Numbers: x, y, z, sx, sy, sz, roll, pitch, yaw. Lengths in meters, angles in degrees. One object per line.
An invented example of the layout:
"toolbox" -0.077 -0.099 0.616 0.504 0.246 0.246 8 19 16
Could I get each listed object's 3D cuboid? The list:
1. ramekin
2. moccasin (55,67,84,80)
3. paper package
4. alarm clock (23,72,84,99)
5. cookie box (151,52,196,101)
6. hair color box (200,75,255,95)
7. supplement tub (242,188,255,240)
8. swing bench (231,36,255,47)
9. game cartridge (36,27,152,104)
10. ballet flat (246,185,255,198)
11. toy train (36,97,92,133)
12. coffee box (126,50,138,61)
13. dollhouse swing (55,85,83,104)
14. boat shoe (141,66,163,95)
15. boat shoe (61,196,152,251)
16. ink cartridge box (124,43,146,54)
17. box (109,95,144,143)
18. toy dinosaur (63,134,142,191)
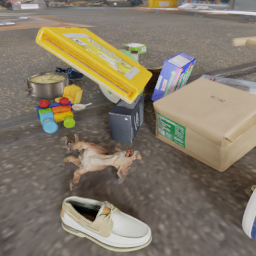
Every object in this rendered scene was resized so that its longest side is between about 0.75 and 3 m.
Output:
"ramekin" -0.347 -1.803 10.183 0.907 1.857 1.857 -30 39 -29
"moccasin" -2.735 -2.515 12.839 1.439 0.491 0.579 8 29 14
"paper package" 2.237 -0.220 7.586 2.252 1.222 2.363 -28 39 -30
"alarm clock" -2.896 -1.717 11.079 2.312 0.770 1.559 -12 30 -17
"cookie box" 1.691 -1.805 10.263 0.680 1.547 1.808 29 35 16
"hair color box" 3.479 -1.081 9.553 2.187 1.082 0.663 15 32 25
"supplement tub" 2.954 1.574 4.399 1.327 1.327 1.838 -25 37 -38
"swing bench" 4.300 -1.200 8.008 2.786 2.771 1.807 -18 33 -29
"game cartridge" -0.634 -1.857 7.544 2.617 0.482 2.968 33 23 -2
"ballet flat" 3.365 1.416 5.620 1.835 0.425 0.618 11 30 20
"toy train" -1.872 -0.415 8.786 1.793 0.759 1.038 -11 41 -19
"coffee box" -0.350 -2.855 12.958 1.381 0.975 2.443 4 29 8
"dollhouse swing" -2.237 -1.244 10.380 0.769 0.699 0.676 27 17 39
"boat shoe" 0.889 -2.004 11.481 2.846 1.027 0.924 -23 15 -28
"boat shoe" -0.421 1.668 4.980 1.718 0.588 0.642 7 29 13
"ink cartridge box" 0.406 -4.926 17.352 0.903 0.463 1.222 -22 34 -34
"box" -0.009 -0.312 8.190 0.656 0.931 1.258 10 35 18
"toy dinosaur" -0.688 0.710 6.537 1.496 0.948 2.208 0 11 -22
